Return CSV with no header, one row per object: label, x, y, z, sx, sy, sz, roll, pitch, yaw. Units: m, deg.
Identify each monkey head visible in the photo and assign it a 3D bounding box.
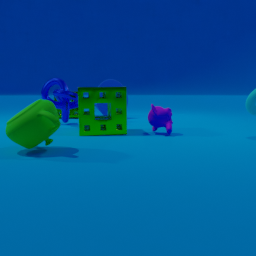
monkey head,0.806,-0.171,7.008,0.613,0.732,1.017,-4,-36,4

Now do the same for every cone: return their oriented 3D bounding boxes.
cone,-1.076,-1.122,11.574,1.540,1.540,1.546,-6,2,-38

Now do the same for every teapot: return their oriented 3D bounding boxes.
teapot,-1.674,-0.008,5.074,1.569,0.768,0.976,-15,26,47

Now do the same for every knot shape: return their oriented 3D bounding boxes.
knot shape,-2.182,-0.976,9.012,0.678,1.373,1.467,-40,-7,-39

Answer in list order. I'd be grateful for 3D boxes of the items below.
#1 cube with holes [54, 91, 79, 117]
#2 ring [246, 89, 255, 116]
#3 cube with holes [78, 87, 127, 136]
cube with holes,-2.409,-0.960,11.521,1.014,1.014,1.014,-1,4,-1
ring,3.180,-0.632,6.264,1.056,1.056,0.211,-1,51,-4
cube with holes,-0.693,-0.478,7.350,1.174,1.174,1.174,-2,8,-8
